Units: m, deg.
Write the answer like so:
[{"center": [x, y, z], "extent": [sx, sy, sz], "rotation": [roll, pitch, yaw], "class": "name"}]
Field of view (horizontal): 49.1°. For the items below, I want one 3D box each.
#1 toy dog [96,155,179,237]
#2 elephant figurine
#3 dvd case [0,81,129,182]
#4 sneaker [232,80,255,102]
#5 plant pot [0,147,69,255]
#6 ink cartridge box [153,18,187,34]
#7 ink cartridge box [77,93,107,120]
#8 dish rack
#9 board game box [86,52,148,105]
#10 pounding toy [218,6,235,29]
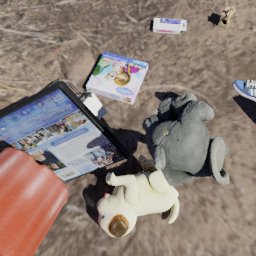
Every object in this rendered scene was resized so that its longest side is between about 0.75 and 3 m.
[{"center": [0.118, 1.636, 6.322], "extent": [1.814, 1.266, 1.759], "rotation": [-33, 101, -19], "class": "toy dog"}, {"center": [1.150, 0.431, 4.632], "extent": [1.431, 1.845, 1.305], "rotation": [-42, 27, -4], "class": "elephant figurine"}, {"center": [-1.335, 0.255, 5.902], "extent": [1.821, 2.553, 0.224], "rotation": [-23, 46, 16], "class": "dvd case"}, {"center": [2.650, -0.877, 5.612], "extent": [0.905, 0.663, 0.365], "rotation": [31, 50, 4], "class": "sneaker"}, {"center": [-2.569, 1.798, 5.613], "extent": [2.383, 2.383, 2.318], "rotation": [26, 55, 14], "class": "plant pot"}, {"center": [1.446, -3.525, 9.676], "extent": [1.156, 0.214, 0.547], "rotation": [5, 60, 5], "class": "ink cartridge box"}, {"center": [-1.488, -0.133, 7.140], "extent": [1.607, 1.177, 0.690], "rotation": [-44, 111, -23], "class": "ink cartridge box"}, {"center": [-1.954, -0.523, 7.000], "extent": [1.828, 0.650, 2.384], "rotation": [-46, 25, -18], "class": "dish rack"}, {"center": [-0.303, -1.547, 8.497], "extent": [1.475, 0.303, 1.471], "rotation": [16, 62, 9], "class": "board game box"}, {"center": [3.327, -3.815, 9.490], "extent": [0.369, 0.807, 0.709], "rotation": [27, 64, 15], "class": "pounding toy"}]
